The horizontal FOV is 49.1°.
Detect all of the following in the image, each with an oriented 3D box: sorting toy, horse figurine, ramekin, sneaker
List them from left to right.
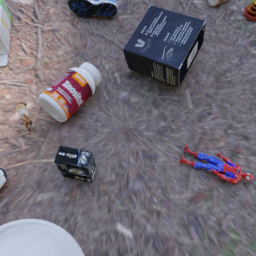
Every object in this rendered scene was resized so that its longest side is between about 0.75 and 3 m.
[{"bbox_3d":[-2.638,-0.315,7.206,0.266,0.706,1.066,-25,62,-13],"label":"horse figurine"},{"bbox_3d":[-1.792,2.951,5.005,2.395,1.115,2.395,0,60,0],"label":"ramekin"},{"bbox_3d":[-1.198,-4.214,9.659,1.739,0.658,0.670,9,47,-1],"label":"sneaker"},{"bbox_3d":[4.641,-4.262,9.642,0.849,0.580,1.413,36,65,19],"label":"sorting toy"}]

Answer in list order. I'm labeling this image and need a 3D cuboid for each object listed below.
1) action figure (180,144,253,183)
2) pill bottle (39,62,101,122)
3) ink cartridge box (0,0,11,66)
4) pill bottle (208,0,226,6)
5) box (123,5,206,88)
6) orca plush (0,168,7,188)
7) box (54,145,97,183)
[{"bbox_3d":[2.117,0.901,6.674,1.686,0.436,0.552,21,59,9],"label":"action figure"},{"bbox_3d":[-1.491,-1.003,7.489,0.918,0.918,1.625,33,65,18],"label":"pill bottle"},{"bbox_3d":[-4.510,-2.974,8.735,1.396,0.802,2.384,-9,60,-6],"label":"ink cartridge box"},{"bbox_3d":[3.304,-4.732,9.988,0.832,0.474,0.474,-30,64,-17],"label":"pill bottle"},{"bbox_3d":[1.044,-2.330,7.968,1.728,1.015,1.700,25,74,18],"label":"box"},{"bbox_3d":[-4.067,1.544,6.213,2.662,0.946,1.400,-39,111,-16],"label":"orca plush"},{"bbox_3d":[-1.166,0.843,6.379,0.759,0.926,0.399,11,60,6],"label":"box"}]
